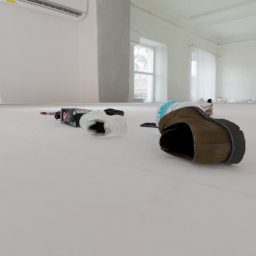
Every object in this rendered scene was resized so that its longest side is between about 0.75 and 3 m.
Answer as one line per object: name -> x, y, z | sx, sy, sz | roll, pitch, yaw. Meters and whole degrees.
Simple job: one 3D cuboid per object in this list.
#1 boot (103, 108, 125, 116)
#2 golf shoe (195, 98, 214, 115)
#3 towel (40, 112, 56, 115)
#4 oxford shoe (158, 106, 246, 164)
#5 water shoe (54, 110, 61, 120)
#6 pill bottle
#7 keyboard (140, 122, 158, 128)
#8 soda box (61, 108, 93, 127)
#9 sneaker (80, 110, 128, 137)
boot -> -0.986, -0.691, 14.288 | 1.261, 0.502, 1.530 | 0, 11, 18
golf shoe -> 3.997, -1.209, 16.085 | 2.293, 1.056, 0.832 | -6, 9, -36
towel -> -4.417, -0.935, 17.383 | 1.783, 0.203, 1.284 | 4, 7, 33
oxford shoe -> 1.043, 0.060, 5.587 | 1.106, 0.952, 2.621 | -3, 7, -14
water shoe -> -2.821, -0.520, 13.307 | 1.327, 0.474, 0.524 | 3, 35, 5
pill bottle -> 1.491, -0.231, 7.749 | 1.021, 1.021, 1.842 | -2, 8, -14
keyboard -> 1.346, -0.118, 10.531 | 1.600, 0.165, 1.017 | 5, 8, 33
soda box -> -2.079, -0.448, 11.187 | 0.728, 0.652, 2.058 | -4, 8, -29
sneaker -> -0.945, -0.120, 8.199 | 0.948, 0.743, 1.908 | -11, 12, -44
